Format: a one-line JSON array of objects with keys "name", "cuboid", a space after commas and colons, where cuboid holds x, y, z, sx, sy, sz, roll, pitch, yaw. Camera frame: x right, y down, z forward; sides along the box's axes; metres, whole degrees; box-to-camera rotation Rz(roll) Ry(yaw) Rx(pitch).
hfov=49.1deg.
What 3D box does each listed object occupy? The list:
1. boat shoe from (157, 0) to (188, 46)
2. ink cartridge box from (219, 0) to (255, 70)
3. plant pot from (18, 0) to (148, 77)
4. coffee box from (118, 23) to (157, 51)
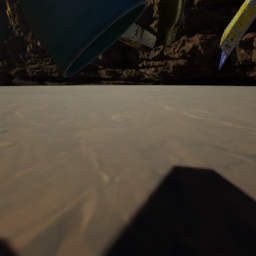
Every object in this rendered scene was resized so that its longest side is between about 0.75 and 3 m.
[{"name": "boat shoe", "cuboid": [1.633, -3.934, 9.880, 0.888, 0.966, 2.704, -28, -14, -9]}, {"name": "ink cartridge box", "cuboid": [3.025, -2.796, 7.853, 0.456, 1.940, 1.918, 33, 36, 1]}, {"name": "plant pot", "cuboid": [-1.233, -2.796, 6.145, 2.457, 2.308, 2.457, -40, 8, 6]}, {"name": "coffee box", "cuboid": [0.299, -3.683, 11.351, 0.915, 0.638, 1.599, 21, 8, 42]}]
